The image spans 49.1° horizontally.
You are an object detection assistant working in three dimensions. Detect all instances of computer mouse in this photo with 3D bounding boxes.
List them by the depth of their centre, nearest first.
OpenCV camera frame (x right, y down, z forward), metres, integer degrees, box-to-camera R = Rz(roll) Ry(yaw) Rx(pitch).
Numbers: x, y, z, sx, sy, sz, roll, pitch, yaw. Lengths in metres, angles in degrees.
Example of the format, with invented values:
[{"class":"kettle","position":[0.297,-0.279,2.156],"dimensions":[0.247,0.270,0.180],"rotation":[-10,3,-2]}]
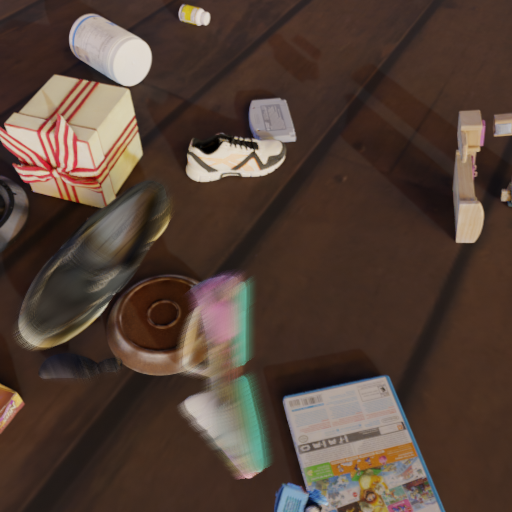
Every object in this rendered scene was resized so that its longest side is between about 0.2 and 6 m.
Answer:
[{"class":"computer mouse","position":[-2.604,1.552,8.045],"dimensions":[1.207,0.836,0.318],"rotation":[-7,87,25]}]

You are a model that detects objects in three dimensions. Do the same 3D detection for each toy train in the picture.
[{"class":"toy train","position":[0.437,2.518,5.684],"dimensions":[0.498,0.872,0.378],"rotation":[18,75,8]}]

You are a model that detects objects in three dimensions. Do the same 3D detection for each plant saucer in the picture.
[{"class":"plant saucer","position":[-1.463,0.990,8.942],"dimensions":[1.888,0.303,1.888],"rotation":[-1,51,1]}]

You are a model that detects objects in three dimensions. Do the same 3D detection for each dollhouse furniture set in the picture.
[{"class":"dollhouse furniture set","position":[4.619,-1.314,9.674],"dimensions":[2.189,2.067,1.428],"rotation":[0,50,15]}]

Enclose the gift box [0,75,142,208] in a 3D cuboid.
[{"class":"gift box","position":[-3.454,-2.186,10.461],"dimensions":[1.895,2.053,1.918],"rotation":[10,53,15]}]

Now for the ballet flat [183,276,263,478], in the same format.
[{"class":"ballet flat","position":[-0.491,1.554,7.381],"dimensions":[0.929,0.903,2.612],"rotation":[-8,73,7]}]

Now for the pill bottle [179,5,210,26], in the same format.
[{"class":"pill bottle","position":[-1.639,-6.386,14.902],"dimensions":[0.752,0.423,0.423],"rotation":[21,54,15]}]

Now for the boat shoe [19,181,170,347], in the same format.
[{"class":"boat shoe","position":[-2.441,-0.007,8.798],"dimensions":[1.208,1.072,3.233],"rotation":[43,61,1]}]

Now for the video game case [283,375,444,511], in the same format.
[{"class":"video game case","position":[1.413,2.785,7.522],"dimensions":[1.613,0.201,2.254],"rotation":[-10,51,-9]}]

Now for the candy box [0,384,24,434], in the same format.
[{"class":"candy box","position":[-4.186,2.080,7.968],"dimensions":[1.453,0.410,0.848],"rotation":[21,53,14]}]

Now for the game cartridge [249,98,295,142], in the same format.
[{"class":"game cartridge","position":[0.305,-2.927,12.186],"dimensions":[0.901,0.274,1.352],"rotation":[-3,50,-7]}]

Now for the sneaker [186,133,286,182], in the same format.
[{"class":"sneaker","position":[-0.375,-2.028,11.083],"dimensions":[2.065,0.826,0.761],"rotation":[-13,50,-12]}]

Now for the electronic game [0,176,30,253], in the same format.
[{"class":"electronic game","position":[-5.315,-0.701,10.189],"dimensions":[2.281,0.475,2.281],"rotation":[2,51,-3]}]

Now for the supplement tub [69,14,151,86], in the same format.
[{"class":"supplement tub","position":[-3.442,-4.851,13.175],"dimensions":[1.742,1.149,1.149],"rotation":[35,59,25]}]
